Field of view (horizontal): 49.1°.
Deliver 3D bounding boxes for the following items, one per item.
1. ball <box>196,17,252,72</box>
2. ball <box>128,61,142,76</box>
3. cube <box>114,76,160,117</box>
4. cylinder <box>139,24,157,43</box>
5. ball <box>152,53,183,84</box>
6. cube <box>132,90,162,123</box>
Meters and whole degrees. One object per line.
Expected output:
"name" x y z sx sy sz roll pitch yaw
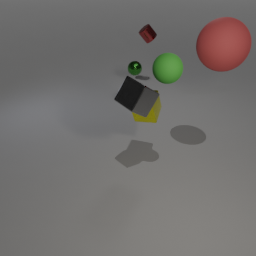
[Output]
"ball" 2.543 -2.222 7.498 1.400 1.400 1.400 0 29 0
"ball" 0.332 -2.903 13.621 0.700 0.700 0.700 0 29 0
"cube" 0.224 -0.787 7.095 0.700 0.700 0.700 37 12 35
"cylinder" 1.029 -4.898 14.557 0.700 0.700 0.700 -35 27 21
"ball" 0.908 -1.364 6.419 0.700 0.700 0.700 0 29 0
"cube" 0.540 -0.648 8.332 0.700 0.700 0.700 5 52 22
